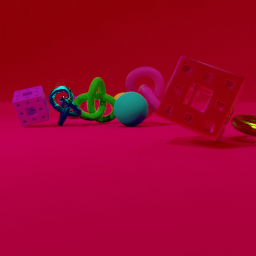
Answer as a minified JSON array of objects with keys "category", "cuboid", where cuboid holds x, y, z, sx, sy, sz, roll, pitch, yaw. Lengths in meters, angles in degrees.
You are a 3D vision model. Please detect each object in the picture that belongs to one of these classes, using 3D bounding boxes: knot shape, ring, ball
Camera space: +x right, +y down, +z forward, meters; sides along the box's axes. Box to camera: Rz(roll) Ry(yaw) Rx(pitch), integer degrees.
[{"category":"knot shape","cuboid":[0.650,-1.145,9.536,0.932,1.886,2.016,-29,25,-29]},{"category":"ring","cuboid":[2.796,-0.035,5.852,1.244,0.249,1.244,5,16,-2]},{"category":"ball","cuboid":[-2.385,-0.939,12.343,1.050,1.050,1.050,0,6,0]},{"category":"knot shape","cuboid":[-1.899,-0.656,8.655,1.160,1.240,0.573,11,20,41]},{"category":"ball","cuboid":[0.089,-0.576,8.618,1.057,1.057,1.057,0,6,0]},{"category":"knot shape","cuboid":[-1.033,-0.947,9.437,1.603,1.500,0.741,6,-2,-36]},{"category":"ball","cuboid":[-0.182,-0.991,12.427,1.135,1.135,1.135,0,6,0]}]

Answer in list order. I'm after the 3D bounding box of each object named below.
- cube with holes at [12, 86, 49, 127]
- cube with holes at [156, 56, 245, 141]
[{"category":"cube with holes","cuboid":[-2.915,-0.673,8.494,0.823,0.823,0.823,-15,32,-8]},{"category":"cube with holes","cuboid":[1.385,-0.502,5.244,1.126,1.126,1.126,26,8,20]}]
